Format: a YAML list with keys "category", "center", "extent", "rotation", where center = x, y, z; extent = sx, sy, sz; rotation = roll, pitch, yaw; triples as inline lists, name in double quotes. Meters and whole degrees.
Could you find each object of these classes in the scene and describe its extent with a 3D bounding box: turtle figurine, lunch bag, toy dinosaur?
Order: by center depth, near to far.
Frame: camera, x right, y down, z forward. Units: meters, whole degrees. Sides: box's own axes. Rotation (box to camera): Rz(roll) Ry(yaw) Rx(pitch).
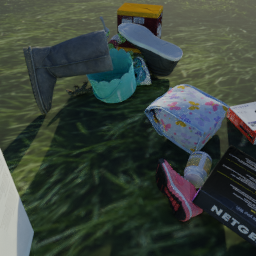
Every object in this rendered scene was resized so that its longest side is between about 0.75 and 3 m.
- category: "lunch bag"
  center: [1.720, -0.379, 8.443]
  extent: [1.943, 1.235, 1.647]
  rotation: [35, 52, 22]
- category: "toy dinosaur"
  center: [-1.713, -1.475, 10.485]
  extent: [1.327, 0.315, 0.585]
  rotation: [-12, 49, -22]
- category: "turtle figurine"
  center: [-0.378, -2.999, 11.069]
  extent: [1.832, 2.545, 2.468]
  rotation: [33, 38, 1]

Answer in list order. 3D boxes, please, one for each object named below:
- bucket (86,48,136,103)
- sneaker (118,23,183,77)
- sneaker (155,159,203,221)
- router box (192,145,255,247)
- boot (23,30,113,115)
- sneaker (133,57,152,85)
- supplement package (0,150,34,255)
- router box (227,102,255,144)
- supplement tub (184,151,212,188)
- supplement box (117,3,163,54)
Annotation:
- category: "bucket"
  center: [-0.562, -1.815, 9.917]
  extent: [1.793, 1.167, 1.793]
  rotation: [-8, 50, 9]
- category: "sneaker"
  center: [0.736, -3.068, 11.351]
  extent: [2.905, 1.441, 1.027]
  rotation: [34, 60, 14]
- category: "sneaker"
  center: [1.228, 1.448, 6.807]
  extent: [0.730, 0.621, 1.684]
  rotation: [-6, 46, -23]
- category: "router box"
  center: [2.883, 1.626, 6.163]
  extent: [2.375, 0.606, 1.771]
  rotation: [34, 49, 21]
- category: "boot"
  center: [-1.831, -1.792, 9.200]
  extent: [2.688, 2.444, 0.975]
  rotation: [-13, 27, -17]
- category: "sneaker"
  center: [0.408, -2.286, 11.211]
  extent: [0.711, 0.692, 1.786]
  rotation: [-15, 40, -1]
- category: "supplement package"
  center: [-2.995, 1.895, 4.408]
  extent: [2.093, 2.779, 2.109]
  rotation: [-3, 40, -3]
- category: "router box"
  center: [4.266, -0.239, 8.880]
  extent: [1.652, 0.403, 1.482]
  rotation: [-11, 41, -13]
- category: "supplement tub"
  center: [1.774, 1.062, 7.155]
  extent: [0.597, 0.597, 0.825]
  rotation: [16, 42, 19]
- category: "supplement box"
  center: [0.563, -4.608, 13.021]
  extent: [1.856, 1.881, 1.249]
  rotation: [10, 41, 12]
